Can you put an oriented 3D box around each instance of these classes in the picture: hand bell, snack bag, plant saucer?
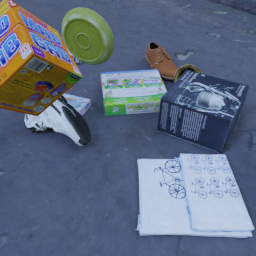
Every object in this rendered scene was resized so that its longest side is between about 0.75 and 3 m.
[{"bbox_3d":[2.656,-2.509,12.554,1.178,1.178,2.263,6,26,7],"label":"hand bell"},{"bbox_3d":[1.626,1.694,7.690,2.838,0.304,2.676,0,40,1],"label":"snack bag"},{"bbox_3d":[-1.472,-3.061,9.705,2.059,2.059,0.320,14,45,17],"label":"plant saucer"}]

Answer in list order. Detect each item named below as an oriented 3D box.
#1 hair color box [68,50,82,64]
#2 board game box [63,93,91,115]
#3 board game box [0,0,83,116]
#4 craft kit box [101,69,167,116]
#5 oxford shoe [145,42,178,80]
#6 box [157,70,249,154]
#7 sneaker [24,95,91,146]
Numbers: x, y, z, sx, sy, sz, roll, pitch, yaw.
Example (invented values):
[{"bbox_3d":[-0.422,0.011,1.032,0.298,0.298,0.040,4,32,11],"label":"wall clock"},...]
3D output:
[{"bbox_3d":[-3.051,-3.622,14.046,1.595,0.483,0.798,6,40,7],"label":"hair color box"},{"bbox_3d":[-2.486,-0.714,10.607,1.609,0.331,1.605,14,41,17],"label":"board game box"},{"bbox_3d":[-2.186,-1.356,5.845,1.485,1.486,1.485,-37,69,17],"label":"board game box"},{"bbox_3d":[0.230,-1.524,11.438,2.563,0.622,2.531,-4,37,-5],"label":"craft kit box"},{"bbox_3d":[1.568,-3.164,13.097,1.028,1.027,2.883,-15,43,-19],"label":"oxford shoe"},{"bbox_3d":[2.587,-0.672,9.699,2.330,1.469,2.371,22,44,22],"label":"box"},{"bbox_3d":[-2.479,-0.120,9.522,2.727,1.569,1.029,49,14,20],"label":"sneaker"}]
